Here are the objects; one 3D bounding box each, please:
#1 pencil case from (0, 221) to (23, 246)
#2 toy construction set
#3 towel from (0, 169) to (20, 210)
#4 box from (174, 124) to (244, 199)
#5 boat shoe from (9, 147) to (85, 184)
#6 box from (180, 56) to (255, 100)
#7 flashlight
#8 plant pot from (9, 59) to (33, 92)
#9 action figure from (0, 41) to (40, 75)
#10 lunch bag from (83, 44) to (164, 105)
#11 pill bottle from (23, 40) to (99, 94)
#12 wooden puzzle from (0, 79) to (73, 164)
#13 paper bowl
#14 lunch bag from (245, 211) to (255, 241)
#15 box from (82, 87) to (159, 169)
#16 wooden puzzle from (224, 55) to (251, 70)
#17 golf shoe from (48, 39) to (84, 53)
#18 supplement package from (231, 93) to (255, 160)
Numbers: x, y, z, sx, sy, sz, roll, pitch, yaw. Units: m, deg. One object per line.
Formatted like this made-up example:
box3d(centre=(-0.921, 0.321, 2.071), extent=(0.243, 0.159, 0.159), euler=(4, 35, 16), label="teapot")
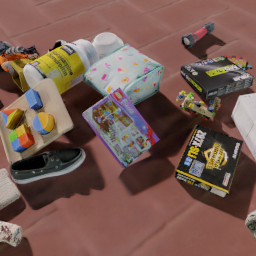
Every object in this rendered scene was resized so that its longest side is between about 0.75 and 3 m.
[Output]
box3d(centre=(-3.714, 2.988, 8.010), extent=(1.359, 0.529, 0.608), euler=(9, 41, 7), label="pencil case")
box3d(centre=(2.806, -0.891, 11.003), extent=(1.760, 0.811, 1.154), euler=(10, 21, -1), label="toy construction set")
box3d(centre=(-4.474, 2.219, 8.780), extent=(1.902, 0.328, 1.260), euler=(-32, 60, -23), label="towel")
box3d(centre=(2.788, 1.056, 9.568), extent=(1.758, 0.543, 2.202), euler=(21, 54, 18), label="box")
box3d(centre=(-2.655, 1.162, 9.358), extent=(2.501, 0.708, 0.858), euler=(-19, 54, -15), label="boat shoe")
box3d(centre=(3.733, -2.224, 11.973), extent=(2.253, 0.535, 2.176), euler=(-16, 40, -12), label="box")
box3d(centre=(3.557, -4.727, 14.051), extent=(2.050, 0.697, 0.694), euler=(-35, 47, -22), label="flashlight")
box3d(centre=(-4.329, -2.365, 12.040), extent=(1.041, 1.011, 1.018), euler=(-28, 56, -28), label="plant pot")
box3d(centre=(-5.119, -3.392, 12.475), extent=(2.718, 1.469, 2.809), euler=(24, 51, 26), label="action figure")
box3d(centre=(-0.205, -1.973, 11.326), extent=(2.207, 1.580, 2.591), euler=(38, 56, 25), label="lunch bag")
box3d(centre=(-2.670, -2.492, 11.688), extent=(1.649, 1.649, 2.944), euler=(36, 59, 25), label="pill bottle")
box3d(centre=(-3.465, -0.317, 9.864), extent=(2.585, 0.599, 2.395), euler=(-32, 64, 6), label="wooden puzzle")
box3d(centre=(-1.010, -3.922, 13.355), extent=(1.603, 0.834, 1.603), euler=(-1, 52, 1), label="paper bowl")
box3d(centre=(4.748, 2.662, 7.466), extent=(2.559, 1.783, 2.146), euler=(-24, 57, -19), label="lunch bag")
box3d(centre=(-0.238, -0.008, 9.650), extent=(1.601, 0.457, 2.340), euler=(-37, 91, -18), label="box")
box3d(centre=(5.089, -3.079, 13.141), extent=(1.389, 0.098, 0.824), euler=(15, 53, 12), label="wooden puzzle")
box3d(centre=(-2.730, -3.656, 12.958), extent=(0.935, 1.136, 2.404), euler=(26, 54, 21), label="golf shoe")
box3d(centre=(4.830, -0.074, 10.011), extent=(1.189, 1.235, 2.171), euler=(-10, 53, -6), label="supplement package")
